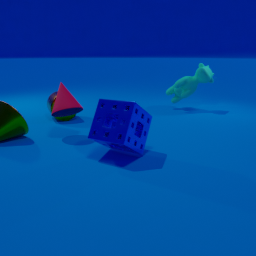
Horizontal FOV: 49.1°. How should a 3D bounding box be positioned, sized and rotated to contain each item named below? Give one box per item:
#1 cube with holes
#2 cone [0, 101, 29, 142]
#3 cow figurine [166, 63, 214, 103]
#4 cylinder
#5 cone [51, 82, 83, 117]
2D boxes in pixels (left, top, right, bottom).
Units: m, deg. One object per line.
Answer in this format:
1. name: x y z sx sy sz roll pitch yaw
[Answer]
1. cube with holes: -0.154 -0.024 6.376 0.943 0.943 0.943 8 -13 31
2. cone: -3.487 0.110 7.343 1.194 1.194 1.198 9 45 30
3. cow figurine: 2.555 -1.807 11.368 1.696 0.946 1.724 -34 0 -24
4. cylinder: -2.315 -0.781 9.853 0.930 0.930 0.930 -7 17 -23
5. cone: -1.754 -0.848 7.703 0.879 0.882 0.879 -14 -7 -2
